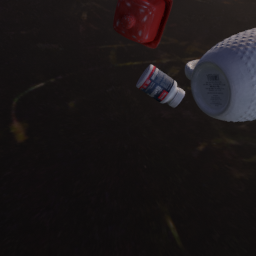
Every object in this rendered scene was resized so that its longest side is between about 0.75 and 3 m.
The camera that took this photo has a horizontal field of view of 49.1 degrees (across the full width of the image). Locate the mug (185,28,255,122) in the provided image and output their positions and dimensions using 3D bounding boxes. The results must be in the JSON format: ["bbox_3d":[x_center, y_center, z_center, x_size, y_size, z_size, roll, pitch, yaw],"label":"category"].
[{"bbox_3d":[1.747,-0.871,4.501,1.640,1.381,1.870,-19,29,-24],"label":"mug"}]

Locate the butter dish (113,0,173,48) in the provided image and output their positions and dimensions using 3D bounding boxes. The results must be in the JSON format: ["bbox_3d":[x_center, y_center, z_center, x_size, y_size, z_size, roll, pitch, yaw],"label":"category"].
[{"bbox_3d":[0.191,-3.039,7.737,1.591,1.595,1.179,28,41,10],"label":"butter dish"}]

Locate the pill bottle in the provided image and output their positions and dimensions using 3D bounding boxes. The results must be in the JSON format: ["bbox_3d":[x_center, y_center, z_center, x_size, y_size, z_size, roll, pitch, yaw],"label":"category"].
[{"bbox_3d":[0.896,-1.090,7.546,1.196,0.715,0.715,32,52,-9],"label":"pill bottle"}]
